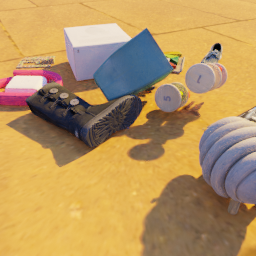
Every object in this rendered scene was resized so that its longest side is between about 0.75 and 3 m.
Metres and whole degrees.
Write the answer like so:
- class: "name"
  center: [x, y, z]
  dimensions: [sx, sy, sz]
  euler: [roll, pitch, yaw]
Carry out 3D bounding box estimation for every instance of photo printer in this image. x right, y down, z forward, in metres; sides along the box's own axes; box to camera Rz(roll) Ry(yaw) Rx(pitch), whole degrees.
- class: "photo printer"
  center: [-3.581, -1.490, 10.054]
  dimensions: [1.273, 0.442, 1.059]
  euler: [1, 36, 2]

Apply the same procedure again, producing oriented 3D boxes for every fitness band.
- class: "fitness band"
  center: [-3.670, -1.450, 10.029]
  dimensions: [2.666, 0.499, 1.914]
  euler: [1, 38, 2]

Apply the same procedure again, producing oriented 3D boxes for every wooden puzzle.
- class: "wooden puzzle"
  center: [1.582, -2.899, 12.166]
  dimensions: [1.822, 0.316, 2.701]
  euler: [4, 36, 5]

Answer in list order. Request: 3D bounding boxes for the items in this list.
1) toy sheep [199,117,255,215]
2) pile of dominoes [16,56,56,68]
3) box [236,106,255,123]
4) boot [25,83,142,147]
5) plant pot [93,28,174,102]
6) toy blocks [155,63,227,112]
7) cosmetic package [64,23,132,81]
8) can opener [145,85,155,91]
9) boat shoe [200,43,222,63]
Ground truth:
- class: "toy sheep"
  center: [2.342, 0.744, 5.803]
  dimensions: [1.797, 1.797, 2.607]
  euler: [-11, 37, -15]
- class: "pile of dominoes"
  center: [-4.031, -3.015, 12.385]
  dimensions: [1.550, 0.247, 1.208]
  euler: [-3, 36, -5]
- class: "box"
  center: [3.784, -0.102, 8.195]
  dimensions: [1.323, 0.329, 1.044]
  euler: [-23, 42, -30]
- class: "boot"
  center: [-1.366, -0.717, 8.665]
  dimensions: [2.904, 0.953, 2.394]
  euler: [24, 40, 36]
- class: "plant pot"
  center: [0.045, -1.762, 8.991]
  dimensions: [2.140, 1.513, 1.512]
  euler: [-34, 1, -3]
- class: "toy blocks"
  center: [2.140, -1.356, 9.007]
  dimensions: [1.985, 0.865, 2.382]
  euler: [-30, -4, 32]
- class: "cosmetic package"
  center: [-1.243, -3.198, 11.581]
  dimensions: [2.356, 1.453, 2.363]
  euler: [-11, 36, -15]
- class: "can opener"
  center: [0.423, -1.451, 10.149]
  dimensions: [1.108, 0.368, 0.292]
  euler: [-4, 32, 9]
- class: "boat shoe"
  center: [3.666, -3.141, 12.207]
  dimensions: [0.764, 0.649, 2.099]
  euler: [17, 39, 22]
